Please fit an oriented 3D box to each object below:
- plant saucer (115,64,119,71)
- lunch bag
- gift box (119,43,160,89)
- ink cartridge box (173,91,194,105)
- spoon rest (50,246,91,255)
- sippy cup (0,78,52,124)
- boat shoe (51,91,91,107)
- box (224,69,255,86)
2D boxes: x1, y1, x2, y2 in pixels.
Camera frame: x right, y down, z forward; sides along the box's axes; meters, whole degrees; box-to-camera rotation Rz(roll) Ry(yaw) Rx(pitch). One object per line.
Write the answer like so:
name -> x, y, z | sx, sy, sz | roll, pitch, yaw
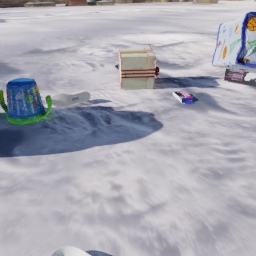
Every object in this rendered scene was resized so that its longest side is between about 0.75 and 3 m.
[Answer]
plant saucer -> -0.170, -2.938, 13.713 | 0.958, 0.172, 0.958 | 1, 29, 0
lunch bag -> 3.434, -1.965, 6.671 | 2.235, 1.384, 1.900 | 8, 14, 0
gift box -> 0.445, -2.547, 11.482 | 1.582, 1.694, 1.563 | -2, 34, -6
ink cartridge box -> 2.071, -1.139, 10.430 | 0.456, 0.179, 0.963 | -8, 32, -14
spoon rest -> -0.700, 2.104, 4.273 | 1.143, 0.346, 0.568 | 8, 30, 13
sippy cup -> -3.320, -0.933, 8.959 | 1.623, 1.189, 1.274 | -10, 31, -19
boat shoe -> -2.071, -1.071, 10.006 | 1.432, 0.516, 0.491 | -17, 11, -16
box -> 5.368, -2.523, 11.874 | 2.104, 1.207, 1.390 | 19, 32, 28
